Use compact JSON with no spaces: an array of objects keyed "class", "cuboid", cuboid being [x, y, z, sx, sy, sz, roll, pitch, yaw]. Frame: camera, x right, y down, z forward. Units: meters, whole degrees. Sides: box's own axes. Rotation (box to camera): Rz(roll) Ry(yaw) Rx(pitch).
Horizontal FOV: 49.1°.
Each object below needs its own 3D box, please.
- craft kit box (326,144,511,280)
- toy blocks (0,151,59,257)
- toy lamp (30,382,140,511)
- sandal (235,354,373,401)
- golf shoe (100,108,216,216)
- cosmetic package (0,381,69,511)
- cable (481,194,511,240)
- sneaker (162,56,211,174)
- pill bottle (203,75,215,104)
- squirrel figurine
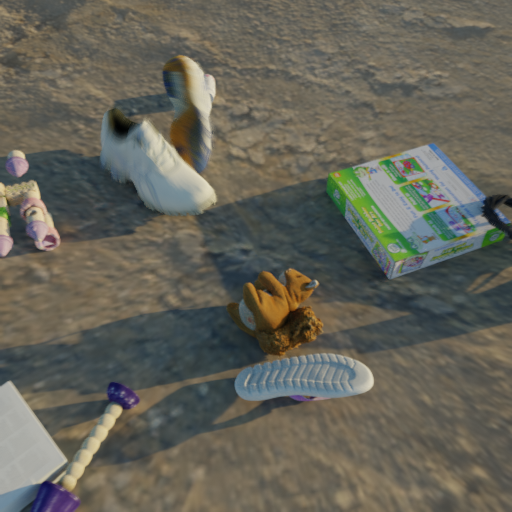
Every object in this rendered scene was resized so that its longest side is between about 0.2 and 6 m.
[{"class":"craft kit box","cuboid":[2.880,-0.911,10.270,2.378,0.584,2.407,-15,51,-16]},{"class":"toy blocks","cuboid":[-4.290,-0.552,9.034,1.790,1.916,1.613,-16,46,-13]},{"class":"toy lamp","cuboid":[-2.215,2.590,7.283,0.567,0.567,1.949,19,53,15]},{"class":"sandal","cuboid":[0.683,1.819,8.023,1.956,0.481,0.796,-4,33,13]},{"class":"golf shoe","cuboid":[-1.953,-1.763,10.453,2.785,1.354,1.090,31,55,22]},{"class":"cosmetic package","cuboid":[-3.367,2.591,7.369,1.168,0.400,1.549,-34,58,-28]},{"class":"cable","cuboid":[4.344,-0.689,9.729,0.949,0.296,1.164,22,43,3]},{"class":"sneaker","cuboid":[-1.191,-2.792,11.229,0.861,2.289,1.009,-3,5,22]},{"class":"pill bottle","cuboid":[-1.136,-3.794,12.791,0.391,0.391,0.689,-2,50,-2]},{"class":"squirrel figurine","cuboid":[0.449,0.835,8.684,1.258,0.954,1.348,-24,67,-32]}]
